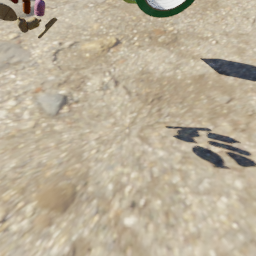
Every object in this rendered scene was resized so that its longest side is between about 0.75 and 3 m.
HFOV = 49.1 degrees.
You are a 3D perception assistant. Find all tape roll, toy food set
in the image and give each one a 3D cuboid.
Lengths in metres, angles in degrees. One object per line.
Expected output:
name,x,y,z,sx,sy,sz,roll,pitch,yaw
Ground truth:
tape roll,0.993,-3.673,7.104,1.794,1.794,0.431,-8,61,-7
toy food set,-2.497,-2.848,6.688,0.998,1.570,0.247,-40,59,14

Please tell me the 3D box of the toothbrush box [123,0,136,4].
toothbrush box,0.405,-4.298,9.045,1.109,0.477,0.808,13,16,16
